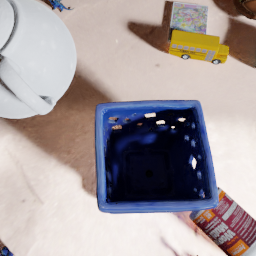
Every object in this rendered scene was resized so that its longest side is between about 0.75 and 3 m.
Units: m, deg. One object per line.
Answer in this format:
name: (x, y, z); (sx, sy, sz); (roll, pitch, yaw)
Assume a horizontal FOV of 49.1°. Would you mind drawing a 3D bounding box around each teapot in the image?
teapot: (-2.507, -1.588, 5.606); (2.803, 2.047, 2.766); (3, 74, 16)

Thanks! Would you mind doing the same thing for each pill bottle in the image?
pill bottle: (2.637, 2.555, 6.919); (1.134, 1.134, 2.069); (-41, 72, -16)

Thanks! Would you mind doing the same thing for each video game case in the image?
video game case: (2.217, -3.814, 10.245); (1.340, 0.169, 1.871); (9, 67, 4)

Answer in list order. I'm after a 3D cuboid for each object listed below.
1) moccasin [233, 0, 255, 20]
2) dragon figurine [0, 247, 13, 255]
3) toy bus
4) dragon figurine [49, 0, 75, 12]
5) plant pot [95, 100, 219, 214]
moccasin: (4.451, -5.124, 10.342); (0.980, 1.034, 2.679); (-5, 66, -2)
dragon figurine: (-2.948, 4.035, 6.505); (1.167, 0.691, 2.348); (-22, 67, -9)
toy bus: (2.394, -2.728, 9.430); (1.977, 0.774, 0.644); (10, 67, 4)
dragon figurine: (-2.588, -4.641, 10.395); (1.116, 0.555, 0.328); (18, 68, 7)
plant pot: (0.531, 0.920, 7.006); (2.539, 2.283, 2.539); (-2, 66, -2)
